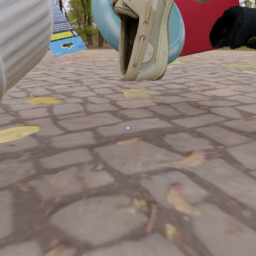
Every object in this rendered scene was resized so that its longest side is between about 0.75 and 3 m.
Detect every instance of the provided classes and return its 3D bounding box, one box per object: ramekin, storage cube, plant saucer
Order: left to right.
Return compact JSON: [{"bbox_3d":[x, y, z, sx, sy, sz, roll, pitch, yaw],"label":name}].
[{"bbox_3d":[-2.202,-1.686,3.549,2.847,2.847,1.326,16,47,38],"label":"ramekin"},{"bbox_3d":[0.311,-2.139,5.338,2.049,2.049,0.281,-12,-11,-31],"label":"plant saucer"},{"bbox_3d":[2.091,-3.563,8.885,2.629,2.363,2.247,-10,13,11],"label":"storage cube"}]

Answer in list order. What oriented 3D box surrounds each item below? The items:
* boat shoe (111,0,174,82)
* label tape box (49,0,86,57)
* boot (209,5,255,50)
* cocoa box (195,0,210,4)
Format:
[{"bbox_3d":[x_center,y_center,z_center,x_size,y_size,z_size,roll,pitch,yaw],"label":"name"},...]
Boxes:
[{"bbox_3d":[0.137,-1.464,3.325,0.593,1.826,0.659,-8,20,-27],"label":"boat shoe"},{"bbox_3d":[-2.182,-2.633,7.463,0.629,1.904,1.364,-33,4,38],"label":"label tape box"},{"bbox_3d":[3.223,-2.448,6.360,1.942,0.883,2.311,-5,-11,-27],"label":"boot"},{"bbox_3d":[1.673,-3.370,6.239,0.749,0.761,1.141,-11,1,41],"label":"cocoa box"}]
